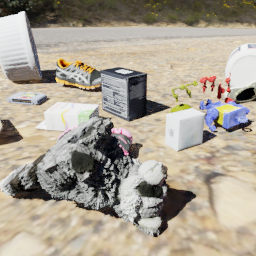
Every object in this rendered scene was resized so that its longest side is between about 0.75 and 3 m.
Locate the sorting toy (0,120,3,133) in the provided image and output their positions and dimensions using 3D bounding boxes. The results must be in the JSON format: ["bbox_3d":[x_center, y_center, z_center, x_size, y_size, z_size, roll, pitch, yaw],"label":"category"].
[{"bbox_3d":[-4.337,0.077,7.136,2.041,0.372,1.890,-13,20,-26],"label":"sorting toy"}]

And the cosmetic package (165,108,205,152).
[{"bbox_3d":[1.387,0.032,6.826,0.818,0.816,0.503,-15,27,-29],"label":"cosmetic package"}]

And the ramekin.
[{"bbox_3d":[-4.887,-3.501,12.423,1.440,2.954,2.954,-13,26,-10],"label":"ramekin"}]

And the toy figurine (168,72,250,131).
[{"bbox_3d":[2.536,-0.559,7.700,2.546,1.343,1.525,-16,33,-30],"label":"toy figurine"}]

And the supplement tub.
[{"bbox_3d":[4.933,-2.506,11.468,1.717,1.717,2.446,9,25,19],"label":"supplement tub"}]

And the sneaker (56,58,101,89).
[{"bbox_3d":[-1.899,-2.233,11.320,2.524,0.975,0.988,8,34,18],"label":"sneaker"}]

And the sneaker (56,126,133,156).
[{"bbox_3d":[-0.751,0.421,6.294,1.758,0.695,0.839,-2,35,-2],"label":"sneaker"}]

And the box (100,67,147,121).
[{"bbox_3d":[-0.138,-1.100,8.730,0.842,1.355,1.367,-19,30,-36],"label":"box"}]

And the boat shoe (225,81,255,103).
[{"bbox_3d":[4.382,-1.259,10.046,1.791,0.640,0.535,-13,26,-14],"label":"boat shoe"}]

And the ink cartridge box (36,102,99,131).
[{"bbox_3d":[-1.724,-0.330,7.984,1.625,0.547,0.952,4,24,10],"label":"ink cartridge box"}]

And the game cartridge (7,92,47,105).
[{"bbox_3d":[-3.607,-1.079,10.119,1.223,0.250,0.814,6,20,13],"label":"game cartridge"}]

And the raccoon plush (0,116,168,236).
[{"bbox_3d":[-0.635,1.003,4.831,2.801,1.876,1.355,-22,23,40],"label":"raccoon plush"}]
